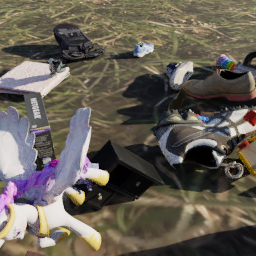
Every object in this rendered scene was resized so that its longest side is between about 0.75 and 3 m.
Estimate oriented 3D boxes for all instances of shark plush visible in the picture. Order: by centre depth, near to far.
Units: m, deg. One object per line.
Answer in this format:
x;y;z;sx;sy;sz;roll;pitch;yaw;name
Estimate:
-2.181;-2.010;8.803;0.578;0.630;1.388;1;-10;-16;shark plush

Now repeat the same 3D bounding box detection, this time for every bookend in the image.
-0.238;1.076;5.294;1.284;1.276;0.592;-46;38;12;bookend

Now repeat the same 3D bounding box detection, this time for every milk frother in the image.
4.288;-1.639;8.935;1.408;1.351;1.497;31;16;35;milk frother

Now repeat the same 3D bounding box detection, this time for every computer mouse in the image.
-2.348;-3.542;11.962;1.937;0.737;2.797;-16;50;-25;computer mouse

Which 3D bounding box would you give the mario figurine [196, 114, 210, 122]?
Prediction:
1.889;-0.165;7.519;0.831;0.440;0.513;11;-1;-3;mario figurine

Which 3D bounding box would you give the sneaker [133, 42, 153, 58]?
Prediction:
0.693;-3.375;11.805;0.487;0.495;1.286;18;38;26;sneaker

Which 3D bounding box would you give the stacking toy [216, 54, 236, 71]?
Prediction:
3.791;-2.302;10.369;0.478;0.478;1.121;-18;44;-24;stacking toy

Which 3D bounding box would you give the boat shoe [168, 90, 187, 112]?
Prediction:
1.425;-0.741;8.154;0.314;0.278;0.858;39;67;3;boat shoe

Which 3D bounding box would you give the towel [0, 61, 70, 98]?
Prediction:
-3.279;-1.679;9.560;1.954;0.330;2.046;10;37;13;towel

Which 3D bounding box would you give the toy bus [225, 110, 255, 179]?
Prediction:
2.903;0.496;6.030;1.594;0.824;1.504;12;81;8;toy bus

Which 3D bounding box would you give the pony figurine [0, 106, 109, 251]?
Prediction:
-1.018;0.765;3.763;1.638;1.967;1.899;-3;70;28;pony figurine

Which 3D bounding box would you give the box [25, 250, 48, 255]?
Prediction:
-0.173;2.513;3.064;2.747;1.029;1.375;10;36;11;box

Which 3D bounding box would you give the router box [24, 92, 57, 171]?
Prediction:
-1.965;0.082;6.293;0.404;1.218;1.549;-13;36;-17;router box

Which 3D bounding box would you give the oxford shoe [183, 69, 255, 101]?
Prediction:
2.639;-1.389;8.359;2.330;0.871;0.821;9;41;43;oxford shoe

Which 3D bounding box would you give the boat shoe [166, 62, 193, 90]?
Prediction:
1.576;-1.803;9.569;0.823;0.662;1.774;9;30;30;boat shoe

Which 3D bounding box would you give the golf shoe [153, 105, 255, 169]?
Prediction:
2.064;0.309;6.340;2.906;1.130;1.373;-6;56;-8;golf shoe
